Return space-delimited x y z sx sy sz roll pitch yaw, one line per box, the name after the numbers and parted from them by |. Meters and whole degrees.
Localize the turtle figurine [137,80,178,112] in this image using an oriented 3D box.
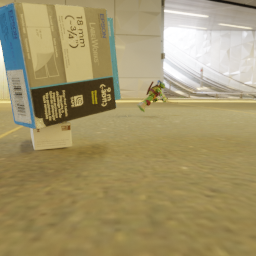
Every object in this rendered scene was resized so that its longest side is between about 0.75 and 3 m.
1.317 -1.219 12.947 1.586 1.636 1.177 -38 44 -2 | turtle figurine

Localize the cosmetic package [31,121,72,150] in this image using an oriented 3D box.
-1.679 0.068 5.966 0.741 0.539 1.457 -4 10 -19 | cosmetic package

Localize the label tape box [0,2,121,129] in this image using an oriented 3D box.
-0.936 -1.299 5.577 0.881 2.008 2.784 8 20 44 | label tape box
